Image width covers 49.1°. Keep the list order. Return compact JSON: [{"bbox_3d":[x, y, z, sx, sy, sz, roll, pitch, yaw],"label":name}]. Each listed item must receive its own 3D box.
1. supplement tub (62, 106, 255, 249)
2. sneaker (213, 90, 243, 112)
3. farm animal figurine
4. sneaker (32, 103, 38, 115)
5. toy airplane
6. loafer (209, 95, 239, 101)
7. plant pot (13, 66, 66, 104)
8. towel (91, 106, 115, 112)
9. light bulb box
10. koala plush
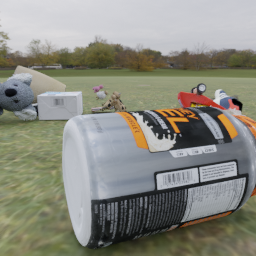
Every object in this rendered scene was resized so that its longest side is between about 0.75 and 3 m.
[{"bbox_3d":[0.573,0.581,4.169,2.852,1.748,1.748,-5,14,-22],"label":"supplement tub"},{"bbox_3d":[4.552,-1.037,12.767,1.230,1.091,2.911,4,23,19],"label":"sneaker"},{"bbox_3d":[-0.696,-1.236,11.944,0.774,1.243,1.539,-28,-30,29],"label":"farm animal figurine"},{"bbox_3d":[-4.185,-0.835,13.139,1.619,0.613,0.709,-15,33,-35],"label":"sneaker"},{"bbox_3d":[2.770,-0.335,9.417,2.123,1.504,2.132,28,-7,43],"label":"toy airplane"},{"bbox_3d":[5.489,-1.690,16.264,1.876,0.653,0.706,2,13,10],"label":"loafer"},{"bbox_3d":[-4.406,-1.807,14.149,2.385,2.234,2.234,9,12,-10],"label":"plant pot"},{"bbox_3d":[-1.124,-0.893,13.127,1.168,0.184,1.621,-7,5,-8],"label":"towel"},{"bbox_3d":[-2.963,-1.023,12.500,1.696,1.068,1.711,-1,13,-3],"label":"light bulb box"},{"bbox_3d":[-5.045,-1.262,11.157,2.649,2.349,2.434,-10,-4,-25],"label":"koala plush"}]
